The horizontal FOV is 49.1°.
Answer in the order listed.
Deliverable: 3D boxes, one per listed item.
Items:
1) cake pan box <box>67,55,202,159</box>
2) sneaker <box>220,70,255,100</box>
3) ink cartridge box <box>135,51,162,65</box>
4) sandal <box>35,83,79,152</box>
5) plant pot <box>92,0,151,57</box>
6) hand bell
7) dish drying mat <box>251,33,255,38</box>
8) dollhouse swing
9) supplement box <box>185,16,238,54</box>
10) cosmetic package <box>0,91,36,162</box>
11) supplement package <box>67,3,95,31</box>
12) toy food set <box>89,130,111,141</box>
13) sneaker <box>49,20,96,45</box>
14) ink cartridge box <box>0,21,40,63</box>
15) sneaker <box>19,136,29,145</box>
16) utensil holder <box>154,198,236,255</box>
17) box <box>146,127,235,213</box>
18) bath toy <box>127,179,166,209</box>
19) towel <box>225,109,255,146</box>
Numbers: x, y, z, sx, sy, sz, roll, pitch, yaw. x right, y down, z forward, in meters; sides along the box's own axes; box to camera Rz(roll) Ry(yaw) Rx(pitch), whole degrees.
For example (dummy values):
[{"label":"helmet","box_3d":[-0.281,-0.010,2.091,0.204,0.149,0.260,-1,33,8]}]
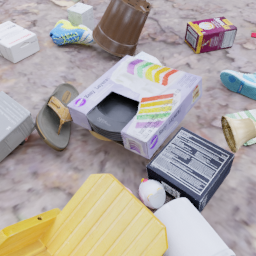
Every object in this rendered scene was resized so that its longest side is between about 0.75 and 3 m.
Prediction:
[{"label":"cake pan box","box_3d":[0.195,-0.743,7.859,2.723,0.773,2.957,24,55,32]},{"label":"sneaker","box_3d":[4.174,-1.719,9.871,1.703,0.677,1.112,34,57,16]},{"label":"ink cartridge box","box_3d":[0.768,-2.010,10.266,1.823,0.431,1.459,31,55,26]},{"label":"sandal","box_3d":[-1.925,-0.533,8.427,1.139,0.761,2.787,37,37,-22]},{"label":"plant pot","box_3d":[-0.156,-4.132,10.832,1.941,1.922,1.941,17,45,-18]},{"label":"hand bell","box_3d":[2.947,-0.076,5.993,1.635,0.851,0.851,-16,47,5]},{"label":"dish drying mat","box_3d":[5.977,-4.076,12.431,0.955,0.087,0.367,14,50,12]},{"label":"dollhouse swing","box_3d":[-0.859,2.226,4.855,2.436,2.142,2.214,41,18,22]},{"label":"supplement box","box_3d":[3.429,-3.893,11.705,1.747,0.901,1.143,-14,49,-13]},{"label":"cosmetic package","box_3d":[-3.702,0.239,7.461,1.183,0.999,2.215,36,65,11]},{"label":"supplement package","box_3d":[-2.068,-4.803,12.425,0.812,1.078,0.818,25,52,21]},{"label":"toy food set","box_3d":[-0.053,-0.582,8.823,2.534,0.616,2.508,-6,47,-5]},{"label":"sneaker","box_3d":[-2.399,-3.751,11.746,2.282,0.864,1.199,29,66,32]},{"label":"ink cartridge box","box_3d":[-4.753,-3.537,11.456,1.842,0.774,1.340,31,54,25]},{"label":"sneaker","box_3d":[-3.517,0.035,8.375,1.277,0.427,0.685,17,53,9]},{"label":"utensil holder","box_3d":[1.224,2.340,5.735,1.218,1.218,1.434,-22,48,-19]},{"label":"box","box_3d":[1.540,1.036,6.967,1.535,0.946,1.523,32,63,29]},{"label":"bath toy","box_3d":[-0.189,1.790,6.539,2.226,0.968,0.823,-22,19,-21]},{"label":"towel","box_3d":[4.071,-0.091,8.678,1.677,0.196,1.279,-11,48,-8]}]
